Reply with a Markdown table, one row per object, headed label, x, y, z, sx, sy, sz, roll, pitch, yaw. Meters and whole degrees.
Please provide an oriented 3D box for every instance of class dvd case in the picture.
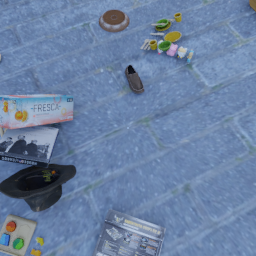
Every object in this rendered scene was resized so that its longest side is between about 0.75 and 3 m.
| label | x | y | z | sx | sy | sz | roll | pitch | yaw |
| --- | --- | --- | --- | --- | --- | --- | --- | --- | --- |
| dvd case | -2.936 | 0.421 | 8.287 | 1.490 | 0.245 | 1.983 | 11 | 25 | -10 |

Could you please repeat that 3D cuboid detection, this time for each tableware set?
| label | x | y | z | sx | sy | sz | roll | pitch | yaw |
| --- | --- | --- | --- | --- | --- | --- | --- | --- | --- |
| tableware set | 1.557 | -4.031 | 11.678 | 1.536 | 0.350 | 2.280 | 16 | 60 | 33 |

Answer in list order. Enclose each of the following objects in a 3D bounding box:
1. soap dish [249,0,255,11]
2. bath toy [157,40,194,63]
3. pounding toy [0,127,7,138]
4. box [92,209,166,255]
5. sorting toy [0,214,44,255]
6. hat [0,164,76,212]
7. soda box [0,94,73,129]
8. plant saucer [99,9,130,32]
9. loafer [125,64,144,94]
| label | x | y | z | sx | sy | sz | roll | pitch | yaw |
| --- | --- | --- | --- | --- | --- | --- | --- | --- | --- |
| soap dish | 6.669 | -5.395 | 12.386 | 1.796 | 0.927 | 2.282 | -20 | 64 | -11 |
| bath toy | 1.862 | -3.106 | 11.378 | 1.529 | 0.665 | 0.565 | 22 | 91 | 15 |
| pounding toy | -3.442 | 0.002 | 9.253 | 1.259 | 1.263 | 2.201 | 2 | 61 | -5 |
| box | 0.044 | 3.283 | 7.974 | 1.779 | 0.430 | 1.409 | 16 | 63 | 8 |
| sorting toy | -3.094 | 3.188 | 8.167 | 1.393 | 0.186 | 1.038 | 14 | 63 | 7 |
| hat | -2.461 | 1.742 | 7.840 | 2.287 | 2.287 | 0.923 | -5 | 102 | -3 |
| soda box | -2.880 | -0.591 | 8.815 | 0.834 | 2.624 | 0.897 | 9 | 101 | 28 |
| plant saucer | -0.619 | -4.847 | 12.478 | 1.403 | 0.257 | 1.403 | 0 | 62 | 0 |
| loafer | 0.210 | -1.887 | 10.740 | 0.498 | 0.484 | 1.364 | -23 | 64 | -12 |
